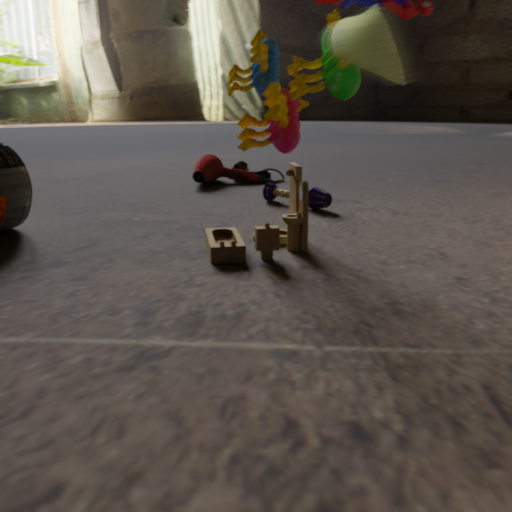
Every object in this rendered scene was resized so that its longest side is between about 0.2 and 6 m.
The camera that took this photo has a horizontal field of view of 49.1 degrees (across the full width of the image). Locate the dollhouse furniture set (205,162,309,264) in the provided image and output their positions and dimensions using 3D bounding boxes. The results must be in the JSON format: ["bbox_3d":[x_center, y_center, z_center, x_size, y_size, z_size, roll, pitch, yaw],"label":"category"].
[{"bbox_3d":[-0.002,-0.743,9.007,1.605,1.308,1.526,-3,17,-9],"label":"dollhouse furniture set"}]

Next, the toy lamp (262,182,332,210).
[{"bbox_3d":[0.910,-1.337,12.490,1.740,0.507,0.507,12,20,41],"label":"toy lamp"}]

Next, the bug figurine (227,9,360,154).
[{"bbox_3d":[0.807,-3.355,9.147,1.025,3.088,3.983,14,-26,-26],"label":"bug figurine"}]

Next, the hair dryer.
[{"bbox_3d":[-0.731,-2.431,15.728,2.728,0.741,2.078,-15,23,-39],"label":"hair dryer"}]

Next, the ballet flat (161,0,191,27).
[{"bbox_3d":[-1.640,-5.032,11.586,0.553,0.553,1.542,-4,0,-13],"label":"ballet flat"}]

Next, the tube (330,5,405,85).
[{"bbox_3d":[1.174,-2.231,5.867,0.565,0.505,1.947,20,20,-9],"label":"tube"}]

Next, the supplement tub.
[{"bbox_3d":[-5.320,-1.009,9.391,1.615,1.615,2.636,11,21,33],"label":"supplement tub"}]

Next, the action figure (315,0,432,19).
[{"bbox_3d":[2.026,-4.361,9.540,1.961,0.507,0.641,13,25,1],"label":"action figure"}]
